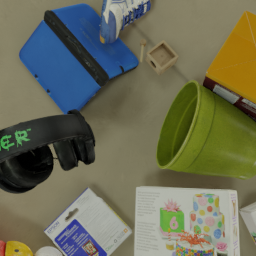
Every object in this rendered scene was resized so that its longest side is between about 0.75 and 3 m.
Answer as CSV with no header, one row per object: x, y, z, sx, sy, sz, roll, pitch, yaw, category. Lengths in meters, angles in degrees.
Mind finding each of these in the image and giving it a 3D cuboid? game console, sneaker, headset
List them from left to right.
-1.414,0.211,4.637,1.764,2.857,1.342,-24,79,5,headset
-1.322,-1.861,7.512,2.066,1.432,2.420,-33,79,-38,game console
0.015,-3.190,7.220,1.151,0.983,2.610,17,66,-4,sneaker

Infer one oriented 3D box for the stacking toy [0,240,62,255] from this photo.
-2.699,3.008,6.055,2.502,1.828,1.828,-5,78,-20,stacking toy

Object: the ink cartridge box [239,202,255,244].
3.604,2.450,6.368,1.289,0.748,1.781,-23,80,-5,ink cartridge box

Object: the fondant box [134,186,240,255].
1.180,2.698,5.794,2.067,0.834,2.864,-5,77,33,fondant box

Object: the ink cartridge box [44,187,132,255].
-0.930,2.425,6.603,1.466,0.349,1.483,-44,80,-6,ink cartridge box

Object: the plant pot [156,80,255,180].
1.951,0.252,6.337,1.985,2.062,2.062,21,79,-8,plant pot

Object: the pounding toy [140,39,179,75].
0.665,-1.900,7.404,0.860,0.448,0.979,-39,81,-7,pounding toy

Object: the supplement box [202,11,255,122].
2.902,-0.998,6.098,2.101,2.130,1.414,33,92,12,supplement box
